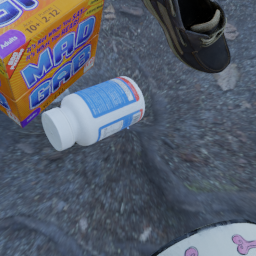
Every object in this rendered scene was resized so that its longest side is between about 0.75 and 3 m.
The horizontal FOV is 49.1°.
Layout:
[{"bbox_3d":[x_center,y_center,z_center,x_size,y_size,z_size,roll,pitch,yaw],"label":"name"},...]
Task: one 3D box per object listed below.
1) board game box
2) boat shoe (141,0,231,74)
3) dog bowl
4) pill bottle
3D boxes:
[{"bbox_3d":[-2.262,-2.002,5.678,2.426,2.425,2.424,38,63,6],"label":"board game box"},{"bbox_3d":[1.284,-1.940,5.402,1.036,2.782,1.020,-52,36,3],"label":"boat shoe"},{"bbox_3d":[1.170,2.323,3.968,2.253,2.253,0.831,-15,42,-9],"label":"dog bowl"},{"bbox_3d":[-0.568,-0.238,4.682,1.578,0.886,0.886,-25,61,-31],"label":"pill bottle"}]
